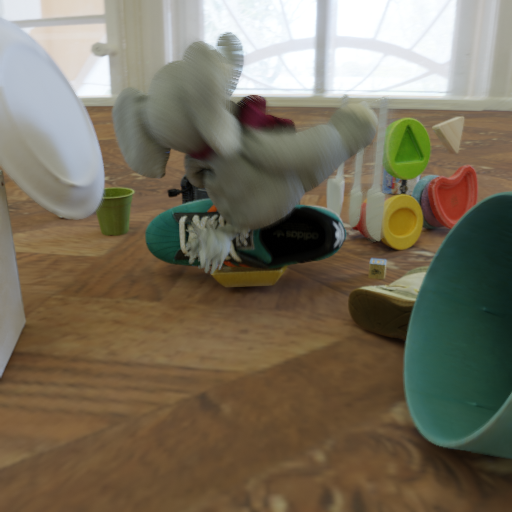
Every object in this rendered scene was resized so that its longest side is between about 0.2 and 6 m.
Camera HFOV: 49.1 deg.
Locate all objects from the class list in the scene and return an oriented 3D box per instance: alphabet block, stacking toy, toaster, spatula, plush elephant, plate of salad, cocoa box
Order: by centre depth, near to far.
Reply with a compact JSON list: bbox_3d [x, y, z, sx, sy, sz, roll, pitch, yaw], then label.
[{"bbox_3d":[-0.389,-1.542,6.717,2.376,2.234,2.885,2,43,43],"label":"plush elephant"},{"bbox_3d":[-2.703,-1.612,6.818,0.613,2.550,2.550,-18,16,13],"label":"plate of salad"},{"bbox_3d":[1.802,0.195,8.317,0.236,0.240,0.235,6,22,17],"label":"alphabet block"},{"bbox_3d":[1.649,-1.510,9.260,0.180,2.240,1.558,-8,21,-21],"label":"spatula"},{"bbox_3d":[2.756,-1.348,10.010,2.383,2.157,1.006,-13,12,-29],"label":"stacking toy"},{"bbox_3d":[-0.328,-0.981,10.120,2.245,1.276,1.450,11,19,36],"label":"toaster"},{"bbox_3d":[3.514,-1.982,13.474,0.797,0.810,1.214,7,21,19],"label":"cocoa box"}]

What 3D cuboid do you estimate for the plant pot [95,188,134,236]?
[{"bbox_3d":[-2.612,-0.792,10.267,0.808,0.767,0.808,-1,20,0],"label":"plant pot"}]

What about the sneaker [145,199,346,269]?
[{"bbox_3d":[-0.231,-0.341,7.795,2.927,1.045,1.170,-3,2,8],"label":"sneaker"}]

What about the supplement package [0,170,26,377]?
[{"bbox_3d":[-3.662,0.228,5.708,2.027,1.938,1.491,-4,20,-10],"label":"supplement package"}]

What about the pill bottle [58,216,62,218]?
[{"bbox_3d":[-3.641,-1.131,11.500,0.560,0.560,1.021,11,23,29],"label":"pill bottle"}]

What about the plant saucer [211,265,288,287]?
[{"bbox_3d":[-0.044,0.250,7.940,0.982,0.238,0.982,-3,9,12],"label":"plant saucer"}]

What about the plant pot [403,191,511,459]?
[{"bbox_3d":[2.406,0.715,4.496,1.647,2.052,2.052,18,19,-5],"label":"plant pot"}]

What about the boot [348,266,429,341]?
[{"bbox_3d":[2.211,0.630,6.534,1.430,0.666,1.849,-16,24,-40],"label":"boot"}]
